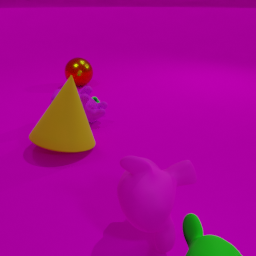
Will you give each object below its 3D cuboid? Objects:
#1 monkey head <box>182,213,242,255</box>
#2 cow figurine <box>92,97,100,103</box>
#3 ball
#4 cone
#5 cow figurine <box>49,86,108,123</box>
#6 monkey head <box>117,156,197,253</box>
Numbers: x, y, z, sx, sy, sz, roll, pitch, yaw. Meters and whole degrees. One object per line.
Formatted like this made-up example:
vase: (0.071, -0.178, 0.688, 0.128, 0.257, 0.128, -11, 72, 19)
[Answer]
monkey head: (0.834, 1.639, 2.887, 0.820, 0.979, 1.361, 27, 35, -22)
cow figurine: (-1.403, -0.637, 8.512, 1.066, 0.595, 1.083, 17, 33, 39)
ball: (-1.945, -2.218, 11.104, 1.129, 1.129, 1.129, 0, 26, 0)
cone: (-1.419, -0.452, 6.522, 1.558, 1.563, 1.558, 10, 16, -3)
cow figurine: (-1.475, -0.591, 7.952, 1.397, 1.420, 0.779, -30, 30, 30)
monkey head: (0.439, 0.906, 3.987, 1.137, 1.580, 0.952, -18, 17, 12)
